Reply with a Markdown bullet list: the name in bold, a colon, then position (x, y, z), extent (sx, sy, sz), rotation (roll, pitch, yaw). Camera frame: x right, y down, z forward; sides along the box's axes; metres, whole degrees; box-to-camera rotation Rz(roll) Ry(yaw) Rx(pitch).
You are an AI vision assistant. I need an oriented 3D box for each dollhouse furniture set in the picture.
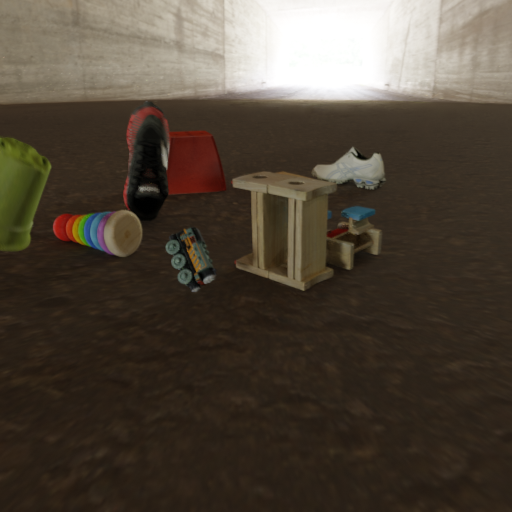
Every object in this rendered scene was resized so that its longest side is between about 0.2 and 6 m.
- **dollhouse furniture set**: position (0.891, -0.634, 9.402), extent (1.539, 1.548, 2.196), rotation (17, 27, 40)

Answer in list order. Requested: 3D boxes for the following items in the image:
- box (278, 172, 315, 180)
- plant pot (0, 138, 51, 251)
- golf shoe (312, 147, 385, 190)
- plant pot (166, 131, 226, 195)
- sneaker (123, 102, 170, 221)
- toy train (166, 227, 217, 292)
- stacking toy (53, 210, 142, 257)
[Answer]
- **box**: position (0.811, -2.053, 15.470), extent (1.365, 0.178, 1.670), rotation (-15, 24, -37)
- **plant pot**: position (-3.597, -0.964, 8.021), extent (1.334, 1.266, 1.334), rotation (34, 15, -10)
- **golf shoe**: position (2.536, -2.493, 15.419), extent (2.177, 1.058, 0.852), rotation (11, 25, 33)
- **plant pot**: position (-1.772, -2.563, 15.018), extent (1.633, 1.441, 1.635), rotation (-6, 21, -15)
- **sneaker**: position (-2.212, -1.823, 11.531), extent (0.893, 2.526, 1.234), rotation (1, 30, -20)
- **toy train**: position (-0.952, 0.038, 8.262), extent (0.547, 0.960, 0.409), rotation (-27, -19, 6)
- **stacking toy**: position (-3.029, -0.453, 10.267), extent (1.908, 0.814, 0.814), rotation (5, 19, 33)
